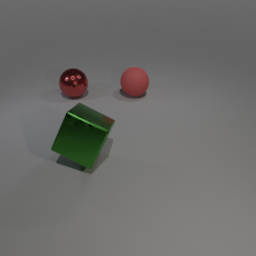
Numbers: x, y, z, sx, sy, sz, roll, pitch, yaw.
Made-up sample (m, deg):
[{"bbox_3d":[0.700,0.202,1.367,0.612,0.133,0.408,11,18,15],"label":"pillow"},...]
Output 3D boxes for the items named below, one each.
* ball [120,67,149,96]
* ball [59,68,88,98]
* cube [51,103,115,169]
[{"bbox_3d":[0.329,-2.247,13.579,1.400,1.400,1.400,0,33,0],"label":"ball"},{"bbox_3d":[-2.620,-2.169,13.502,1.400,1.400,1.400,0,33,0],"label":"ball"},{"bbox_3d":[-1.409,0.210,9.094,1.400,1.400,1.400,27,17,-2],"label":"cube"}]
